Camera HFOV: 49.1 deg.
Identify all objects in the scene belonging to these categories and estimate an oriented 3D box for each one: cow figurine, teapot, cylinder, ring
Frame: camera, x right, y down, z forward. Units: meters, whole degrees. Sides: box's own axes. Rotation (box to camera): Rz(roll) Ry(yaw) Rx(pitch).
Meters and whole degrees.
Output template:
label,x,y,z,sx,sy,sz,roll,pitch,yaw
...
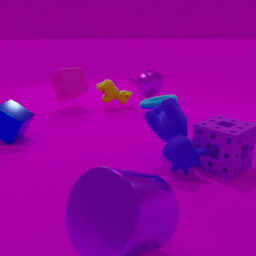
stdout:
label,x,y,z,sx,sy,sz,roll,pitch,yaw
cow figurine,1.088,0.146,6.319,0.906,1.624,1.650,-34,-2,20
teapot,0.865,-1.991,12.278,1.987,1.236,0.973,-12,52,-46
cylinder,-0.049,1.073,3.583,1.073,1.073,1.073,15,-3,36
ring,1.072,-0.919,9.866,1.337,0.267,1.337,-11,12,2
cow figurine,-0.511,-1.420,10.946,1.185,1.205,0.661,-26,25,-2

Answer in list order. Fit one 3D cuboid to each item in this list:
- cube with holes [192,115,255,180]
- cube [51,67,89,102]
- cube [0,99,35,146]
label,x,y,z,sx,sy,sz,roll,pitch,yaw
cube with holes,2.133,0.383,6.264,0.996,0.996,0.996,-17,26,-40
cube,-2.251,-1.678,10.800,0.954,0.954,0.954,-17,-4,-39
cube,-3.218,-0.166,7.674,0.804,0.804,0.804,32,20,-5
